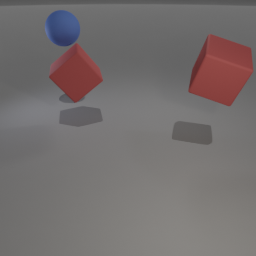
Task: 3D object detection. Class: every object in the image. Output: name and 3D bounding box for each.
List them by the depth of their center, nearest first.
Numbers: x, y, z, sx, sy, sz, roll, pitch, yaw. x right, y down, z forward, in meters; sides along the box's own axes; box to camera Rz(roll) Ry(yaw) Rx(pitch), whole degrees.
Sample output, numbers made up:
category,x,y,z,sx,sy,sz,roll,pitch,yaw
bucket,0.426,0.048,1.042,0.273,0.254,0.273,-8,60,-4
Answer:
category,x,y,z,sx,sy,sz,roll,pitch,yaw
cube,2.836,-1.791,8.673,1.400,1.400,1.400,20,46,2
cube,-1.973,-2.104,10.650,1.400,1.400,1.400,-37,30,11
ball,-2.663,-4.061,11.440,1.400,1.400,1.400,0,27,0
